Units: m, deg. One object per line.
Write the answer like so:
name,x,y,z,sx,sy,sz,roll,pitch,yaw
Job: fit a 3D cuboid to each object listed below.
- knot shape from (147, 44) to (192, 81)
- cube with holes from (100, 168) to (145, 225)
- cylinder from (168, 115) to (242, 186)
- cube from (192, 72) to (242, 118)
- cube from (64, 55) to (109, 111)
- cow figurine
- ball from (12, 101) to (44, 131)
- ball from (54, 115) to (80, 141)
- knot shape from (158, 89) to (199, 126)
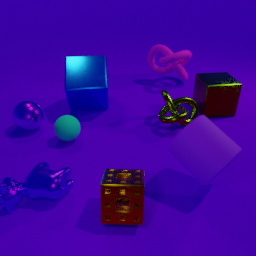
knot shape,1.640,-2.713,11.489,1.834,1.960,0.905,20,81,20
cube with holes,-0.090,1.341,5.592,0.810,0.810,0.810,1,13,2
cylinder,1.648,0.480,6.072,1.114,1.114,1.114,-29,67,-39
cube,2.976,-1.145,9.538,1.165,1.165,1.165,-4,32,-6
cube,-1.370,-1.490,9.475,1.346,1.346,1.346,-3,63,-5
cow figurine,-2.003,1.285,5.960,1.368,0.751,1.346,5,26,23
ball,-3.030,-0.368,8.489,0.923,0.923,0.923,0,31,0
ball,-1.727,0.001,7.977,0.731,0.731,0.731,0,31,0
knot shape,1.608,-0.573,8.765,1.328,0.656,1.420,12,46,-17
